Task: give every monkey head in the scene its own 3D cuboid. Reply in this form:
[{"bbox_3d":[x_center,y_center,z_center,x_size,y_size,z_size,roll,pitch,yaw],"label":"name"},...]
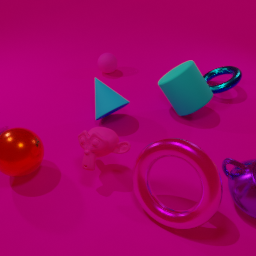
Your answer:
[{"bbox_3d":[-0.662,0.459,6.302,1.353,0.974,0.815,7,-2,33],"label":"monkey head"}]

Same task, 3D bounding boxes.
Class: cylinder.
[{"bbox_3d":[1.685,-1.161,8.238,1.188,1.188,1.188,-34,15,10],"label":"cylinder"}]

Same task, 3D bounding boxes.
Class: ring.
[{"bbox_3d":[0.903,1.094,5.484,1.835,1.835,0.367,23,20,25],"label":"ring"},{"bbox_3d":[3.084,-1.630,9.433,1.450,0.290,1.450,-22,31,14],"label":"ring"}]

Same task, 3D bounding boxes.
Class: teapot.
[{"bbox_3d":[2.850,1.212,5.751,2.083,1.020,1.295,29,51,3],"label":"teapot"}]

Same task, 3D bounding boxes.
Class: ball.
[{"bbox_3d":[-2.515,0.550,6.433,1.138,1.138,1.138,0,40,0],"label":"ball"},{"bbox_3d":[-0.751,-2.405,10.388,0.749,0.749,0.749,0,40,0],"label":"ball"}]

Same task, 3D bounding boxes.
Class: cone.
[{"bbox_3d":[-0.689,-0.962,8.066,1.110,1.110,1.114,-28,90,-29],"label":"cone"}]
